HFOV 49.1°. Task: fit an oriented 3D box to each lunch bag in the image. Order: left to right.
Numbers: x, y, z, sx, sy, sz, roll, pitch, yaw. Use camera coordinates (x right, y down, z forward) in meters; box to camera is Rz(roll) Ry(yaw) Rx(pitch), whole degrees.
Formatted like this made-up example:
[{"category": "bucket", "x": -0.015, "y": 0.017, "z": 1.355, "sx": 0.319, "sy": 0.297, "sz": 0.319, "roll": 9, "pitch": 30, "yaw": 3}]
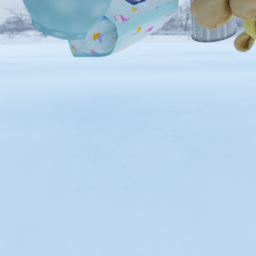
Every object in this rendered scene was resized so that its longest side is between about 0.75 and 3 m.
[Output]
[{"category": "lunch bag", "x": -0.268, "y": -3.186, "z": 8.233, "sx": 2.456, "sy": 1.758, "sz": 2.883, "roll": -33, "pitch": 27, "yaw": -29}]

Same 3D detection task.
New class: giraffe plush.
[{"category": "giraffe plush", "x": 2.796, "y": -2.631, "z": 5.784, "sx": 2.459, "sy": 2.311, "sz": 2.850, "roll": -5, "pitch": 52, "yaw": 40}]

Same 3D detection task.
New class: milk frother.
[{"category": "milk frother", "x": 2.921, "y": -3.659, "z": 7.721, "sx": 2.064, "sy": 2.151, "sz": 2.287, "roll": -28, "pitch": 38, "yaw": -16}]

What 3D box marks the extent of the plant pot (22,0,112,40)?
[{"category": "plant pot", "x": -1.111, "y": -2.270, "z": 4.918, "sx": 1.710, "sy": 1.146, "sz": 1.710, "roll": 13, "pitch": 35, "yaw": -9}]
